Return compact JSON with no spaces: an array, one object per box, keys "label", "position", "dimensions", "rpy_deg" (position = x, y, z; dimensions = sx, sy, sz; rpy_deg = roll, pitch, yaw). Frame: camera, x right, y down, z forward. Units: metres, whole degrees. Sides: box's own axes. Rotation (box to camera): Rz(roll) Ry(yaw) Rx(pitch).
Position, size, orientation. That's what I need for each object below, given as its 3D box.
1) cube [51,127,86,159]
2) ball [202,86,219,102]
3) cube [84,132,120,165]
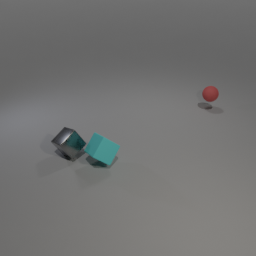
[{"label":"cube","position":[-1.959,0.483,9.256],"dimensions":[0.700,0.700,0.700],"rpy_deg":[13,56,50]},{"label":"ball","position":[3.637,-1.505,12.351],"dimensions":[0.700,0.700,0.700],"rpy_deg":[0,29,0]},{"label":"cube","position":[-0.819,0.653,8.843],"dimensions":[0.700,0.700,0.700],"rpy_deg":[31,-5,-34]}]
